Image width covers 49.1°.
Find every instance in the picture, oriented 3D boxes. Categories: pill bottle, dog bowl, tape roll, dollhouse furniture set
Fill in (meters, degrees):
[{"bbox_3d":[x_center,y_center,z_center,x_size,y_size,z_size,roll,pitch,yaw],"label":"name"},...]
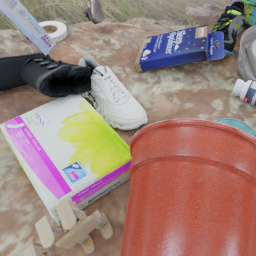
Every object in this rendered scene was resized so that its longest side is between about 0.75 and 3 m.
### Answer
[{"bbox_3d":[3.452,-0.970,7.736,1.011,0.605,0.605,24,52,21],"label":"pill bottle"},{"bbox_3d":[4.565,-1.982,8.293,2.708,0.794,2.708,1,55,-1],"label":"dog bowl"},{"bbox_3d":[-2.907,-3.537,10.326,1.323,0.242,1.323,0,47,0],"label":"tape roll"},{"bbox_3d":[-0.982,2.022,4.649,1.329,1.221,0.865,-40,53,3],"label":"dollhouse furniture set"}]

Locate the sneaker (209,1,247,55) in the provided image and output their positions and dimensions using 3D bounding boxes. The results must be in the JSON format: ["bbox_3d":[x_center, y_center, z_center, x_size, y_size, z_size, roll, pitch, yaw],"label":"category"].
[{"bbox_3d":[3.344,-3.448,9.571,1.054,1.232,2.973,20,50,19],"label":"sneaker"}]

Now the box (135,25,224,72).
[{"bbox_3d":[1.609,-2.536,8.764,2.616,0.424,1.585,-4,44,21],"label":"box"}]

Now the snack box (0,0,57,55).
[{"bbox_3d":[-2.751,-2.783,6.956,0.491,1.855,1.319,-45,59,-2],"label":"snack box"}]

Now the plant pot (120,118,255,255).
[{"bbox_3d":[0.945,1.521,4.422,2.453,2.453,2.386,10,56,9],"label":"plant pot"}]

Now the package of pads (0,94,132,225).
[{"bbox_3d":[-1.313,0.438,6.229,2.076,0.916,2.687,-30,54,-24],"label":"package of pads"}]

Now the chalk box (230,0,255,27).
[{"bbox_3d":[4.904,-4.771,10.454,2.431,1.507,1.517,-21,52,-25],"label":"chalk box"}]

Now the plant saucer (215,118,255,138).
[{"bbox_3d":[2.556,0.237,6.898,1.173,0.211,1.173,0,48,1],"label":"plant saucer"}]

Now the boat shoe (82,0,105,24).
[{"bbox_3d":[-1.066,-3.470,8.481,0.525,0.533,1.432,-32,38,23],"label":"boat shoe"}]

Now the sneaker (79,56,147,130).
[{"bbox_3d":[-0.525,-0.951,7.416,1.006,1.086,2.679,-31,56,-27],"label":"sneaker"}]

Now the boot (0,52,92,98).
[{"bbox_3d":[-2.551,-1.239,7.241,2.339,0.932,2.838,-29,38,-25],"label":"boot"}]
